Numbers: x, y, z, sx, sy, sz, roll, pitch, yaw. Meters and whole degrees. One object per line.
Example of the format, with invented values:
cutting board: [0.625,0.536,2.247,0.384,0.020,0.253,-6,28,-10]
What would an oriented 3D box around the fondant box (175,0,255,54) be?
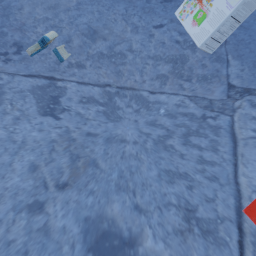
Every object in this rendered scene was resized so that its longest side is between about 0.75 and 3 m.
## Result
fondant box: [2.079,-2.842,6.262,0.545,1.872,1.351,10,46,-41]

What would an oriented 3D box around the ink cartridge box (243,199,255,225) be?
ink cartridge box: [2.905,1.857,5.286,0.338,1.094,1.349,-8,48,-40]

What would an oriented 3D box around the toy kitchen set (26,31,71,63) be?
toy kitchen set: [-2.055,-1.933,7.240,0.564,0.766,0.957,-44,20,-29]
